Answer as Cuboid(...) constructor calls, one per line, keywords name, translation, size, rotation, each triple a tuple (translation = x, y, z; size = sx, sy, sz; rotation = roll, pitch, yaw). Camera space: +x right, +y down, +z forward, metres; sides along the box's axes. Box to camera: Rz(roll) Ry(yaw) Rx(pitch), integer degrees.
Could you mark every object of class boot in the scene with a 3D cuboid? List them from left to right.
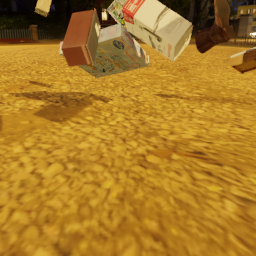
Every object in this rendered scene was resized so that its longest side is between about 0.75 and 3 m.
Cuboid(name="boot", translation=(2.327, -2.913, 8.028), size=(0.445, 1.291, 1.386), rotation=(-15, 4, -21))

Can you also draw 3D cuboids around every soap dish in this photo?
Cuboid(name="soap dish", translation=(4.216, -2.327, 9.768), size=(0.868, 0.448, 1.103), rotation=(18, -20, -37))

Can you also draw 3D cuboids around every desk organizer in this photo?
Cuboid(name="desk organizer", translation=(-0.801, -1.602, 4.940), size=(0.445, 0.414, 1.155), rotation=(-5, 50, 9))

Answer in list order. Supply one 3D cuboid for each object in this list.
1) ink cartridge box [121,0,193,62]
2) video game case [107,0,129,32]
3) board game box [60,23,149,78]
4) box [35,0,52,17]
Cuboid(name="ink cartridge box", translation=(0.788, -2.752, 7.661), size=(1.765, 0.731, 1.295), rotation=(37, 0, 10))
Cuboid(name="video game case", translation=(-0.042, -4.080, 9.694), size=(1.133, 1.033, 0.125), rotation=(51, 22, 8))
Cuboid(name="board game box", translation=(-0.735, -2.541, 9.720), size=(2.290, 0.472, 2.296), rotation=(-8, -15, 24))
Cuboid(name="box", translation=(-2.797, -4.281, 9.404), size=(0.421, 0.887, 0.345), rotation=(14, -11, -25))
